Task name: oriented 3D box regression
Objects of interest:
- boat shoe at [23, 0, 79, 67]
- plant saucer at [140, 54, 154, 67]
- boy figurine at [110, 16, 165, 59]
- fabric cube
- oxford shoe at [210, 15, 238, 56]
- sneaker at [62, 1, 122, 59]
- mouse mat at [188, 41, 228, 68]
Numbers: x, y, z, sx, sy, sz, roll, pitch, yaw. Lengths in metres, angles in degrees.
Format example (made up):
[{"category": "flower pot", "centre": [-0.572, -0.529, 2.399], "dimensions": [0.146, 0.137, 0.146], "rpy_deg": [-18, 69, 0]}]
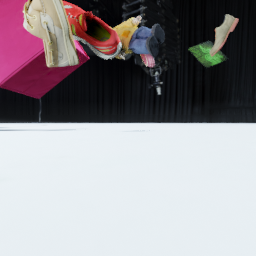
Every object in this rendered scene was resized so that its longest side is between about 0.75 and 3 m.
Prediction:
[{"category": "boat shoe", "centre": [-1.946, -2.504, 6.611], "dimensions": [1.010, 1.076, 2.919], "rpy_deg": [-19, -34, -7]}, {"category": "plant saucer", "centre": [0.578, -2.276, 8.863], "dimensions": [0.203, 0.800, 0.800], "rpy_deg": [-24, 4, -5]}, {"category": "boy figurine", "centre": [-0.079, -2.764, 8.433], "dimensions": [2.369, 1.473, 0.763], "rpy_deg": [20, -12, 32]}, {"category": "fabric cube", "centre": [-3.391, -2.934, 9.813], "dimensions": [2.583, 2.542, 2.591], "rpy_deg": [-34, -9, 9]}, {"category": "oxford shoe", "centre": [2.559, -2.571, 7.802], "dimensions": [0.432, 1.154, 0.407], "rpy_deg": [30, 15, -1]}, {"category": "sneaker", "centre": [-1.238, -2.939, 7.771], "dimensions": [2.518, 0.970, 1.069], "rpy_deg": [31, -9, 5]}, {"category": "mouse mat", "centre": [2.552, -2.379, 8.963], "dimensions": [0.874, 1.087, 0.041], "rpy_deg": [-23, -33, -12]}]
